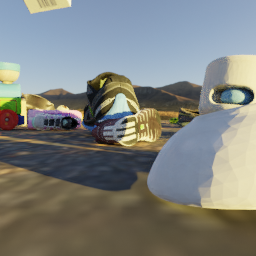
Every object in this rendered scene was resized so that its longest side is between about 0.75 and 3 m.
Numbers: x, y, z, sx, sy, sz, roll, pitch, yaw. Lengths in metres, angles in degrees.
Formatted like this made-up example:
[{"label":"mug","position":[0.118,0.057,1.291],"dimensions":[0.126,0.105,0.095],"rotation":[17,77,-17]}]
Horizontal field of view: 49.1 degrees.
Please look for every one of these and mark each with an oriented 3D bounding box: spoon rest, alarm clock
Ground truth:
[{"label":"spoon rest","position":[0.895,0.068,0.997],"dimensions":[1.679,0.509,0.834],"rotation":[-13,-1,9]},{"label":"alarm clock","position":[-3.889,-0.617,11.675],"dimensions":[1.496,0.738,2.218],"rotation":[20,-26,-12]}]

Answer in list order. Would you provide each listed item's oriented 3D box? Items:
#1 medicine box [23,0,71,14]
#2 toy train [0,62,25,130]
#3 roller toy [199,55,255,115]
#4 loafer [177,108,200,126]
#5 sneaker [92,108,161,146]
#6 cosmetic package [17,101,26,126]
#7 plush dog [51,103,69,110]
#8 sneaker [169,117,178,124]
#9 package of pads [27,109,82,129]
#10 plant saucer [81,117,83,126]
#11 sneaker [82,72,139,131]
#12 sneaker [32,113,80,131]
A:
[{"label":"medicine box","position":[-1.860,-3.276,6.447],"dimensions":[0.978,1.074,0.553],"rotation":[-8,-27,6]},{"label":"toy train","position":[-3.974,-0.781,6.602],"dimensions":[2.879,1.666,1.218],"rotation":[0,1,-21]},{"label":"roller toy","position":[2.913,-0.772,7.108],"dimensions":[2.100,1.609,2.303],"rotation":[11,-1,-7]},{"label":"loafer","position":[2.710,-0.377,9.631],"dimensions":[2.103,0.662,0.756],"rotation":[1,2,28]},{"label":"sneaker","position":[-0.040,-0.019,3.264],"dimensions":[0.601,0.394,1.041],"rotation":[-2,1,30]},{"label":"cosmetic package","position":[-4.928,-0.536,9.613],"dimensions":[1.450,0.980,2.757],"rotation":[1,2,15]},{"label":"plush dog","position":[-4.035,-0.657,16.002],"dimensions":[1.511,1.212,1.297],"rotation":[11,-13,19]},{"label":"sneaker","position":[2.831,-0.438,15.445],"dimensions":[1.093,0.405,0.457],"rotation":[1,6,35]},{"label":"package of pads","position":[-1.929,-0.220,7.322],"dimensions":[1.342,0.508,0.809],"rotation":[-1,-1,-19]},{"label":"plant saucer","position":[-1.463,-0.265,10.904],"dimensions":[1.504,0.364,1.503],"rotation":[0,3,-10]},{"label":"sneaker","position":[-0.285,-0.391,4.702],"dimensions":[0.869,1.015,2.450],"rotation":[1,2,-12]},{"label":"sneaker","position":[-1.554,-0.136,6.301],"dimensions":[0.727,0.404,1.040],"rotation":[1,2,41]}]
